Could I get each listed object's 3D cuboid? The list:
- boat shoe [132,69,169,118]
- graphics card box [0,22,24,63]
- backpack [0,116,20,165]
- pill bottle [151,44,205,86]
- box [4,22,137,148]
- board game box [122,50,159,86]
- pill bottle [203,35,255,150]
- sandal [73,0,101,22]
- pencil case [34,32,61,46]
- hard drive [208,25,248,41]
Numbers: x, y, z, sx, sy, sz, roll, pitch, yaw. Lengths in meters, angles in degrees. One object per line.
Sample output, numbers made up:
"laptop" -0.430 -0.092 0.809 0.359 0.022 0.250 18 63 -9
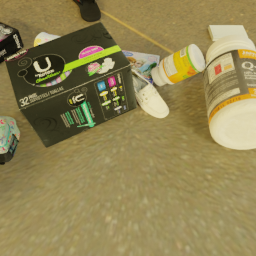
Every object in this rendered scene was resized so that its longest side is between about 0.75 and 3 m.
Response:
"boat shoe" 0.489 -0.963 7.729 0.589 0.576 1.663 -40 75 -15
"graphics card box" -5.102 -2.411 8.906 1.877 0.761 2.992 28 56 20
"backpack" -3.231 0.200 6.862 1.012 0.859 1.140 2 47 1
"pill bottle" 1.378 -1.699 7.890 1.393 0.774 0.774 -21 41 37
"box" -1.380 -1.123 7.158 2.646 1.644 1.965 -25 56 -9
"board game box" 0.181 -1.835 8.749 1.399 0.288 1.396 10 53 8
"pill bottle" 2.843 -1.025 7.249 1.683 1.683 2.892 4 52 3
"sandal" -1.686 -5.211 11.169 1.024 0.614 2.726 -16 54 -12
"pencil case" -1.966 -2.456 8.886 1.967 0.818 0.892 13 35 9
"hard drive" 3.586 -3.416 10.065 1.228 0.161 0.810 0 52 -1
